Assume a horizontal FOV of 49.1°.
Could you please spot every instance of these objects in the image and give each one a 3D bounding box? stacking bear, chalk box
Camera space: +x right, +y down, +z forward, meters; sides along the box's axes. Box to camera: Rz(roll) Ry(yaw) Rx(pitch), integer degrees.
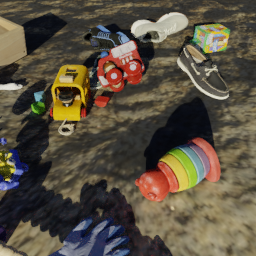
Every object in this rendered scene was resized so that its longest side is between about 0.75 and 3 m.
[{"bbox_3d":[1.068,1.026,6.388,1.824,1.037,1.108,-26,45,-21],"label":"stacking bear"},{"bbox_3d":[3.531,-3.978,12.474,1.553,0.963,0.969,-11,40,-14],"label":"chalk box"}]

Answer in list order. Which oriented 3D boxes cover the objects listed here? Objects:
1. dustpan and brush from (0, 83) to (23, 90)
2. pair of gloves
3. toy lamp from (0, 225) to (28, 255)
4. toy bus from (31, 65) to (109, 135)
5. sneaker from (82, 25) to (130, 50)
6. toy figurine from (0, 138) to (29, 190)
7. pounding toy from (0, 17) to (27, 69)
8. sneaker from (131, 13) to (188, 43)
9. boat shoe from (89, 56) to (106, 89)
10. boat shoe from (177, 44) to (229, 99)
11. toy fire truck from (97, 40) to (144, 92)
[{"bbox_3d":[-4.944,-1.495,9.820,2.326,0.666,1.623,-10,40,-2],"label":"dustpan and brush"},{"bbox_3d":[-0.314,2.513,4.812,2.244,0.256,1.804,37,37,29],"label":"pair of gloves"},{"bbox_3d":[-1.852,2.355,4.910,2.655,0.773,0.773,18,42,18],"label":"toy lamp"},{"bbox_3d":[-1.842,-1.126,8.820,2.118,1.160,2.245,-32,49,-33],"label":"toy bus"},{"bbox_3d":[-0.976,-3.784,12.389,1.027,0.925,2.637,-34,47,-23],"label":"sneaker"},{"bbox_3d":[-3.259,0.916,6.751,1.552,1.367,2.591,7,32,-40],"label":"toy figurine"},{"bbox_3d":[-5.744,-3.505,11.603,2.516,1.789,2.317,27,46,14],"label":"pounding toy"},{"bbox_3d":[1.667,-4.607,13.356,2.833,1.072,1.303,-17,49,-9],"label":"sneaker"},{"bbox_3d":[-1.155,-2.100,10.469,0.684,0.580,1.879,5,39,6],"label":"boat shoe"},{"bbox_3d":[2.738,-2.076,10.050,0.959,0.783,2.596,-12,51,-24],"label":"boat shoe"},{"bbox_3d":[-0.290,-2.100,9.511,1.623,0.910,1.363,-23,78,1],"label":"toy fire truck"}]
